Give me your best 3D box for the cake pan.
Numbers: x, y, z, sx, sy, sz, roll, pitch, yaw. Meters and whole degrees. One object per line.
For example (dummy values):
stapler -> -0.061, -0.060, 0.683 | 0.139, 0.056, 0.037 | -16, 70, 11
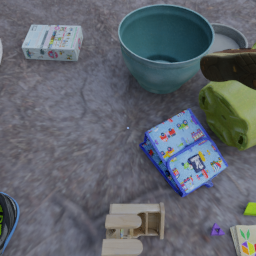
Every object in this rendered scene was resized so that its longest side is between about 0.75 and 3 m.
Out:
cake pan -> 3.203, -3.017, 10.125 | 2.097, 0.385, 2.097 | 0, 55, 0

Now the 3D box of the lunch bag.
lunch bag -> 1.486, 0.733, 7.278 | 1.481, 0.925, 1.967 | -28, 71, -20

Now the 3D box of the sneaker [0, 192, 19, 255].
sneaker -> -2.963, 2.612, 5.602 | 1.000, 1.169, 2.822 | -1, 54, 1

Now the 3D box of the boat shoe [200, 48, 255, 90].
boat shoe -> 2.243, -1.163, 5.084 | 0.664, 0.708, 1.966 | -34, 33, -22

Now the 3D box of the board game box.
board game box -> -2.654, -3.066, 10.044 | 1.837, 0.590, 1.355 | 3, 55, 3

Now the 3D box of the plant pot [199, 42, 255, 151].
plant pot -> 3.497, -0.865, 7.366 | 2.680, 2.915, 2.915 | -32, 60, -7

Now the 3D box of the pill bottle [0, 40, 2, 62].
pill bottle -> -5.808, -2.684, 9.160 | 2.818, 1.582, 1.582 | 9, 55, 6

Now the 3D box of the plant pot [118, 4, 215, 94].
plant pot -> 1.068, -2.238, 8.682 | 2.731, 1.830, 2.731 | 0, 55, 0

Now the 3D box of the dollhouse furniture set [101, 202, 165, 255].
dollhouse furniture set -> 0.188, 2.388, 5.539 | 1.188, 1.677, 1.826 | -1, 24, 1

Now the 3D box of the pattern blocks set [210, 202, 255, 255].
pattern blocks set -> 2.987, 2.653, 6.176 | 2.312, 0.187, 2.032 | 9, 55, 6
